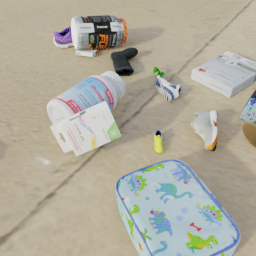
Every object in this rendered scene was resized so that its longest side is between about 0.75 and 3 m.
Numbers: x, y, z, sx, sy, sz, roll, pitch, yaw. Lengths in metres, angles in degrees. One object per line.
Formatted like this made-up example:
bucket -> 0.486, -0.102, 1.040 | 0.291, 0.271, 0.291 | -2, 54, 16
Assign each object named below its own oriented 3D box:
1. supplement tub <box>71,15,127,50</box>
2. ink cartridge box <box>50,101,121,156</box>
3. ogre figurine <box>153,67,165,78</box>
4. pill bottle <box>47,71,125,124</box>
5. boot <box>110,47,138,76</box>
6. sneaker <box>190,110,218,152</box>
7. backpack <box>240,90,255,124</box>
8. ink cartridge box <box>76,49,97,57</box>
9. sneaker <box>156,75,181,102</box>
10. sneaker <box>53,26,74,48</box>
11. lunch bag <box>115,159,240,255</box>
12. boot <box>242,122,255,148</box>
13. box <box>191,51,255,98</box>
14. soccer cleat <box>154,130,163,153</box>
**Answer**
supplement tub -> -1.519, -5.043, 14.764 | 2.726, 1.670, 1.670 | -10, 43, -17
ink cartridge box -> -1.361, 0.102, 8.956 | 2.002, 1.172, 0.674 | -24, 24, -2
ogre figurine -> 1.427, -2.471, 12.865 | 0.499, 0.409, 0.833 | 26, 17, -30
pill bottle -> -1.444, -0.995, 10.502 | 1.565, 1.565, 2.878 | 28, 51, 27
boot -> -0.026, -3.235, 13.671 | 1.468, 0.585, 1.782 | -17, 40, -3
sneaker -> 2.708, 0.100, 10.043 | 0.947, 0.779, 2.058 | 3, 35, 14
backpack -> 5.080, -0.608, 10.411 | 1.399, 1.277, 0.941 | 31, 58, 15
ink cartridge box -> -2.166, -4.002, 14.806 | 0.954, 0.213, 0.841 | 10, 28, 12
sneaker -> 1.811, -1.701, 12.107 | 0.816, 0.571, 1.412 | -14, 51, -20
sneaker -> -2.873, -5.145, 15.453 | 2.489, 1.039, 1.004 | -21, 47, -22
lunch bag -> 1.176, 2.286, 7.187 | 2.384, 1.223, 2.965 | -19, 46, -18
boot -> 5.271, 0.165, 9.809 | 2.123, 0.814, 1.648 | 32, 52, 30
box -> 4.651, -2.570, 12.987 | 2.743, 0.565, 2.139 | -30, 50, -30
soccer cleat -> 1.060, 0.463, 9.796 | 0.306, 0.396, 0.946 | 1, 42, 1
